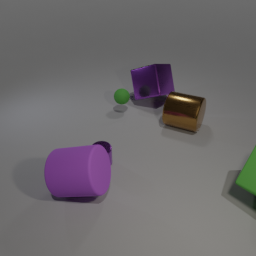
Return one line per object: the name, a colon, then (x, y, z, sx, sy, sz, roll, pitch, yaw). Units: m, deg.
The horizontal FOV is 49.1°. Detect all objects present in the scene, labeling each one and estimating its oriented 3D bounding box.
cylinder: (2.275, -0.668, 11.298, 1.400, 1.400, 1.400, 15, 35, 23)
cylinder: (-0.880, 0.910, 9.356, 0.700, 0.700, 0.700, 0, 40, 0)
cylinder: (-1.380, 1.223, 7.933, 1.400, 1.400, 1.400, -7, 29, 19)
ball: (-0.271, -1.379, 12.256, 0.700, 0.700, 0.700, 0, 32, 0)
cube: (4.018, 1.335, 7.402, 1.400, 1.400, 1.400, 30, -1, -41)
cube: (1.160, -2.150, 13.032, 1.400, 1.400, 1.400, -6, 7, 38)
